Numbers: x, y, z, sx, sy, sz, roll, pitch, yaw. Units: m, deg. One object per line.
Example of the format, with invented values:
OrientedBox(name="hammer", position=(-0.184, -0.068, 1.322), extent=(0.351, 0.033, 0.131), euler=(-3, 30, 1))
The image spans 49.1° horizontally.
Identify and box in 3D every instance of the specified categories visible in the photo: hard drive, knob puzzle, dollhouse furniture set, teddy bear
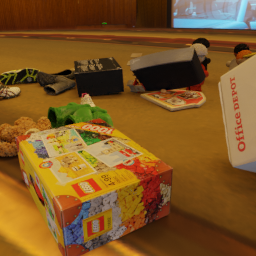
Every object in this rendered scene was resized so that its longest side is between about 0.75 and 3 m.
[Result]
OrientedBox(name="hard drive", position=(1.447, -2.078, 10.465), extent=(2.534, 1.709, 0.536), euler=(-3, 57, 31))
OrientedBox(name="knob puzzle", position=(1.929, -1.242, 10.555), extent=(2.459, 0.341, 2.459), euler=(0, 22, 0))
OrientedBox(name="dollhouse furniture set", position=(0.564, -2.139, 11.496), extent=(0.733, 1.423, 1.408), euler=(6, 62, 34))
OrientedBox(name="teddy bear", position=(-2.561, 0.155, 6.946), extent=(1.520, 0.700, 2.096), euler=(-12, 26, -21))

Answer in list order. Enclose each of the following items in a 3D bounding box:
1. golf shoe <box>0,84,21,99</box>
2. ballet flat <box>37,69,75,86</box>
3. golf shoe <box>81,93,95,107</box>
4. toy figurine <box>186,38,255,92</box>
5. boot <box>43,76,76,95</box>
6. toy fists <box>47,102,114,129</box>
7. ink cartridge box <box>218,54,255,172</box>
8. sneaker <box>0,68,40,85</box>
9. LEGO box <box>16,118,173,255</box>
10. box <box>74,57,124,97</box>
OrientedBox(name="golf shoe", position=(-4.754, -1.427, 10.647), extent=(0.570, 0.650, 1.477), euler=(16, 27, 34))
OrientedBox(name="ballet flat", position=(-3.157, -2.477, 12.985), extent=(0.784, 0.671, 2.361), euler=(15, 28, 31))
OrientedBox(name="golf shoe", position=(-1.388, -0.888, 9.631), extent=(0.380, 0.462, 1.009), euler=(-12, 28, -28))
OrientedBox(name="toy figurine", position=(3.830, -2.662, 11.783), extent=(2.796, 1.976, 2.840), euler=(8, 24, 18))
OrientedBox(name="boot", position=(-3.012, -1.760, 11.728), extent=(1.222, 0.488, 1.344), euler=(12, 33, 30))
OrientedBox(name="toy fists", position=(-1.226, -0.216, 7.423), extent=(1.196, 0.807, 2.346), euler=(-2, 13, -34))
OrientedBox(name="ink cartridge box", position=(3.212, -0.551, 4.917), extent=(1.236, 2.122, 2.935), euler=(15, -27, -27))
OrientedBox(name="sneaker", position=(-4.861, -2.439, 12.866), extent=(1.905, 0.718, 0.728), euler=(-5, 25, -15))
OrientedBox(name="LEGO box", position=(-0.727, 0.819, 5.045), extent=(1.875, 0.971, 2.518), euler=(-14, 27, -30))
OrientedBox(name="box", position=(-1.300, -2.250, 11.942), extent=(1.863, 1.041, 2.639), euler=(-10, 25, -7))
